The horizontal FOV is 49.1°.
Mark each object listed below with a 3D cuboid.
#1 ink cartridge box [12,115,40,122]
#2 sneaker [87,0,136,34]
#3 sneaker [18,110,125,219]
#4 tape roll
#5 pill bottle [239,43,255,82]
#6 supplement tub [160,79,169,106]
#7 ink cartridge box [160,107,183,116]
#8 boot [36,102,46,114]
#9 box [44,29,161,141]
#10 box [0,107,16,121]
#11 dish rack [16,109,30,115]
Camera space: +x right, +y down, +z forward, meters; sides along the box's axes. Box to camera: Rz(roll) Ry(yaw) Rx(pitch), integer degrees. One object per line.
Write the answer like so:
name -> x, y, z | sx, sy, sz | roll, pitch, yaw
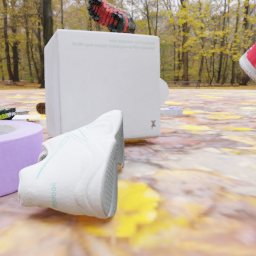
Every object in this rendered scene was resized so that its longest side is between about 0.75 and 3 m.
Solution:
ink cartridge box -> -3.562, -0.304, 9.892 | 0.884, 0.222, 1.018 | -2, 10, -15
sneaker -> -0.513, -3.623, 9.134 | 1.024, 0.741, 2.096 | -5, 41, -47
sneaker -> -0.617, 0.319, 4.021 | 1.128, 0.990, 2.815 | -2, 10, 5
tape roll -> -2.456, 0.392, 4.233 | 2.279, 0.748, 2.279 | 0, 9, 0
pill bottle -> 4.117, -2.169, 7.408 | 1.158, 1.158, 2.063 | -10, -30, -46
supplement tub -> 1.041, -1.913, 14.931 | 1.719, 1.719, 2.380 | -3, 10, -17
ink cartridge box -> 1.575, -0.692, 11.892 | 1.390, 0.307, 0.653 | -2, 11, -14
boot -> -3.065, -0.911, 12.323 | 1.764, 0.662, 0.946 | 4, 5, 26
box -> -0.689, -0.899, 6.717 | 2.345, 2.357, 2.019 | -4, 7, -23
box -> -5.312, -0.393, 9.607 | 2.169, 0.515, 2.095 | -1, 8, 1
dish rack -> -4.769, -0.593, 11.442 | 1.065, 0.270, 1.241 | 5, 11, 31
